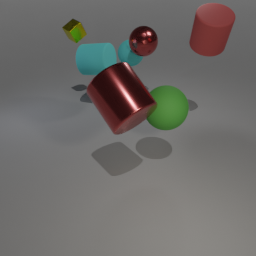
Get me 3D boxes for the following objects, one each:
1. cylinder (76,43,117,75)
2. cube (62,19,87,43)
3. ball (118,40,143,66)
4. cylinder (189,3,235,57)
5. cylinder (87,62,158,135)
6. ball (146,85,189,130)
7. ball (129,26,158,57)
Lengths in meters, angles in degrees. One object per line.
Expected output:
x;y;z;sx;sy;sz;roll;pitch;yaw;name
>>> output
-1.428;-3.125;12.775;1.400;1.400;1.400;4;29;22;cylinder
-2.487;-4.523;13.058;0.700;0.700;0.700;-45;54;-11;cube
0.147;-4.031;15.059;1.400;1.400;1.400;0;29;0;ball
3.130;-3.683;10.552;1.400;1.400;1.400;0;56;0;cylinder
-0.162;-0.768;7.465;1.400;1.400;1.400;-25;75;-37;cylinder
1.180;-0.624;8.745;1.400;1.400;1.400;0;29;0;ball
0.732;-4.127;13.350;1.400;1.400;1.400;0;29;0;ball
